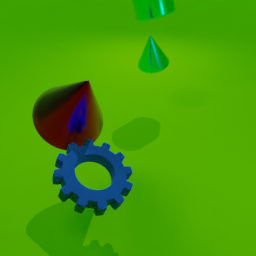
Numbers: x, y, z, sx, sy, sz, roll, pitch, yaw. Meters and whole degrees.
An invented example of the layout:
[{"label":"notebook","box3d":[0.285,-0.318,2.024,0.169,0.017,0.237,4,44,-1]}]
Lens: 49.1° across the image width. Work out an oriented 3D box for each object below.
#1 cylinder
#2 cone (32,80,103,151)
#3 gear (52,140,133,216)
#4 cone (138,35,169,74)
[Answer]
[{"label":"cylinder","box3d":[0.668,-3.693,7.774,1.137,1.137,1.137,-13,27,7]},{"label":"cone","box3d":[-0.905,-0.483,5.038,1.422,1.427,1.422,10,64,-21]},{"label":"gear","box3d":[-0.575,0.790,4.698,1.309,0.242,1.309,13,46,-14]},{"label":"cone","box3d":[0.695,-2.274,8.155,0.964,0.967,0.964,-6,50,7]}]
